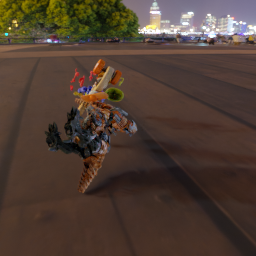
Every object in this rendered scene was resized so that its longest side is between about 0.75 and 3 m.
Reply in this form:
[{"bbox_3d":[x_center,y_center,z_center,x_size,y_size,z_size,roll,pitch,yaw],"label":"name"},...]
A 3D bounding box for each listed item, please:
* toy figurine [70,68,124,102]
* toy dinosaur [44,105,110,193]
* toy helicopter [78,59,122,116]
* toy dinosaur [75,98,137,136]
[{"bbox_3d":[-1.037,-1.282,9.290,1.705,0.900,1.022,7,-9,-11],"label":"toy figurine"},{"bbox_3d":[-0.810,0.267,5.604,1.336,1.005,1.968,33,20,-35],"label":"toy dinosaur"},{"bbox_3d":[-0.819,-0.817,6.809,0.622,1.576,1.042,31,34,-19],"label":"toy helicopter"},{"bbox_3d":[-0.557,-0.270,6.996,1.590,1.079,0.812,46,44,7],"label":"toy dinosaur"}]
